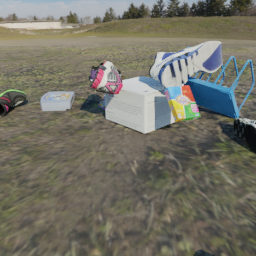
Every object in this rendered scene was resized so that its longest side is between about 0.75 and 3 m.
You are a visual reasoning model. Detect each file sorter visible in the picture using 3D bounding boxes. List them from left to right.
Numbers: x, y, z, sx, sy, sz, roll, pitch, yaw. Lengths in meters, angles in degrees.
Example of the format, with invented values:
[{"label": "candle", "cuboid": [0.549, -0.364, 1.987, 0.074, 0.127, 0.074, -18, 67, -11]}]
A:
[{"label": "file sorter", "cuboid": [3.400, -1.940, 11.383, 2.792, 1.937, 1.713, 26, 77, 37]}]

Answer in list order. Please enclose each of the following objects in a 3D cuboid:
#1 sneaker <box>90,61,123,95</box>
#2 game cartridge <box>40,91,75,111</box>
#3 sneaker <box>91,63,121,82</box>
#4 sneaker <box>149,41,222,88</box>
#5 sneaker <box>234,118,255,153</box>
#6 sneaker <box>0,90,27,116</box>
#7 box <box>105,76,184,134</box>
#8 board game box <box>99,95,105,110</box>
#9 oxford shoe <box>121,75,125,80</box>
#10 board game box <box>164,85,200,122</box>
[{"label": "sneaker", "cuboid": [-0.644, -1.604, 9.588, 0.922, 0.995, 2.469, 27, 18, -7]}, {"label": "game cartridge", "cuboid": [-3.265, -1.277, 12.937, 1.405, 0.438, 2.111, 2, 22, -6]}, {"label": "sneaker", "cuboid": [-1.305, -3.584, 17.577, 0.919, 1.062, 2.426, 18, 29, 37]}, {"label": "sneaker", "cuboid": [1.875, -2.406, 10.058, 2.914, 1.177, 1.683, -27, 33, -23]}, {"label": "sneaker", "cuboid": [4.207, 0.161, 8.902, 0.950, 0.795, 2.146, -2, 23, 1]}, {"label": "sneaker", "cuboid": [-5.219, -0.907, 11.677, 1.011, 0.926, 2.414, 34, 36, 20]}, {"label": "box", "cuboid": [0.605, -1.005, 10.800, 2.229, 1.457, 2.217, -20, 29, -39]}, {"label": "board game box", "cuboid": [-0.300, -1.261, 12.808, 2.066, 0.402, 1.632, -8, 25, -17]}, {"label": "oxford shoe", "cuboid": [-1.041, -2.903, 16.313, 1.903, 0.803, 0.692, 7, 25, 21]}, {"label": "board game box", "cuboid": [1.646, -0.752, 8.517, 0.825, 1.079, 0.218, -9, -19, -25]}]
